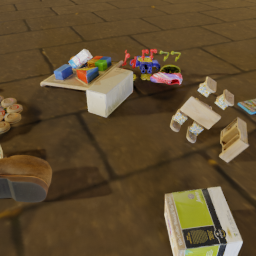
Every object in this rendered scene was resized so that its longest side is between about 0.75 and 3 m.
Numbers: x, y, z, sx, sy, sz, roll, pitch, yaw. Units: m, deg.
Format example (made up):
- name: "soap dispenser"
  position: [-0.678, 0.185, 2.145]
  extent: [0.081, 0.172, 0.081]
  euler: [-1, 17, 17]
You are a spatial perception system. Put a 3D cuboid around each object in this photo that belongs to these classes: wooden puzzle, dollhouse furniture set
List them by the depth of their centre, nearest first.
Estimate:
- name: "dollhouse furniture set"
  position: [2.484, -0.115, 8.316]
  extent: [1.953, 1.794, 1.271]
  euler: [34, 38, -5]
- name: "wooden puzzle"
  position: [-1.971, -2.490, 11.947]
  extent: [2.830, 0.655, 2.622]
  euler: [7, 36, 27]

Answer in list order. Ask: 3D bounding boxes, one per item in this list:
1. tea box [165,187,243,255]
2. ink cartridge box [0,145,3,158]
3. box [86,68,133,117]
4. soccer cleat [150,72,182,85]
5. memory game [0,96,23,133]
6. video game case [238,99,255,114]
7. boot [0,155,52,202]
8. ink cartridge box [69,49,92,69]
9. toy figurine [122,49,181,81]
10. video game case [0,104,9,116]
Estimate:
- name: "tea box"
  position: [1.476, 2.041, 5.832]
  extent: [1.249, 0.848, 1.270]
  euler: [-6, 42, -1]
- name: "ink cartridge box"
  position: [-3.990, 0.929, 7.871]
  extent: [0.827, 0.484, 1.144]
  euler: [-13, 38, -17]
- name: "box"
  position: [-0.630, -1.398, 10.621]
  extent: [0.820, 1.002, 2.109]
  euler: [18, 39, 22]
- name: "soccer cleat"
  position: [1.615, -2.071, 11.950]
  extent: [1.380, 0.460, 0.528]
  euler: [1, 54, 13]
- name: "memory game"
  position: [-5.066, -0.411, 9.734]
  extent: [2.754, 0.175, 2.754]
  euler: [0, 36, 0]
- name: "video game case"
  position: [4.840, -0.840, 10.612]
  extent: [1.059, 0.094, 0.758]
  euler: [-12, 39, -16]
- name: "boot"
  position: [-3.347, 1.166, 7.176]
  extent: [2.774, 1.021, 1.047]
  euler: [9, 36, -4]
- name: "ink cartridge box"
  position: [-1.983, -2.893, 11.783]
  extent: [0.861, 0.365, 0.623]
  euler: [-36, 3, 14]
- name: "toy figurine"
  position: [1.004, -3.082, 12.699]
  extent: [2.582, 1.362, 1.547]
  euler: [-1, 31, -1]
- name: "video game case"
  position: [-4.984, -0.574, 10.215]
  extent: [1.220, 0.135, 1.111]
  euler: [-24, 42, -28]
